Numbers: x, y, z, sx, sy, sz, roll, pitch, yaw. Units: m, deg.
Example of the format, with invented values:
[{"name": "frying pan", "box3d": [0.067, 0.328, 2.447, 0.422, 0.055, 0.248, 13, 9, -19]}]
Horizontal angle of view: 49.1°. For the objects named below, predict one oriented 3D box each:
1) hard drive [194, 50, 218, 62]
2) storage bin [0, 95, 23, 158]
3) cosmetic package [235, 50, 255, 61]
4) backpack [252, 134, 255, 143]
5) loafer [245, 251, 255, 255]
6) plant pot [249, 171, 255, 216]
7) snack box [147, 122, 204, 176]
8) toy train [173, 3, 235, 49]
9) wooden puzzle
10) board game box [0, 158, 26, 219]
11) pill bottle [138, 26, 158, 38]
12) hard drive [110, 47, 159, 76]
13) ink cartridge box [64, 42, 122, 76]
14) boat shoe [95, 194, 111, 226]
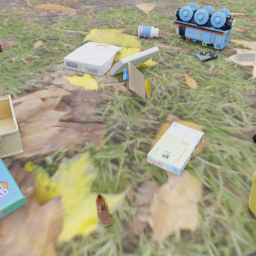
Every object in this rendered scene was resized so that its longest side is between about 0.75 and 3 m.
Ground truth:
[{"name": "hard drive", "box3d": [3.434, -3.156, 12.350, 0.870, 0.165, 0.608, -19, 44, -21]}, {"name": "storage bin", "box3d": [-4.097, 0.059, 8.006, 1.814, 0.856, 1.827, -16, 43, -19]}, {"name": "cosmetic package", "box3d": [5.104, -3.124, 12.129, 0.784, 0.413, 0.279, 2, 40, 1]}, {"name": "backpack", "box3d": [4.705, 0.073, 7.675, 1.587, 1.275, 1.734, -32, 53, -27]}, {"name": "loafer", "box3d": [2.689, 2.960, 4.660, 0.735, 0.730, 2.021, -12, 42, -15]}, {"name": "plant pot", "box3d": [3.681, 1.325, 5.891, 1.888, 1.845, 1.833, 15, 42, 33]}, {"name": "snack box", "box3d": [1.361, 0.530, 7.867, 0.963, 0.307, 1.657, 23, 45, 24]}, {"name": "toy train", "box3d": [3.492, -4.783, 13.132, 2.859, 1.633, 1.239, 22, 40, 24]}, {"name": "wooden puzzle", "box3d": [0.290, -1.535, 9.424, 0.210, 1.799, 1.214, -18, 58, 25]}, {"name": "board game box", "box3d": [-3.808, 1.105, 6.236, 1.954, 0.578, 2.569, -29, 71, -28]}, {"name": "pill bottle", "box3d": [1.022, -4.797, 14.003, 0.963, 0.540, 0.540, 7, 41, 8]}, {"name": "hard drive", "box3d": [0.240, -2.640, 11.061, 1.779, 1.173, 0.234, -28, 90, -28]}, {"name": "ink cartridge box", "box3d": [-1.428, -3.020, 11.996, 1.724, 0.509, 2.154, 14, 38, 17]}, {"name": "boat shoe", "box3d": [-0.581, 1.839, 6.352, 0.283, 0.266, 0.788, -12, 42, -14]}]
